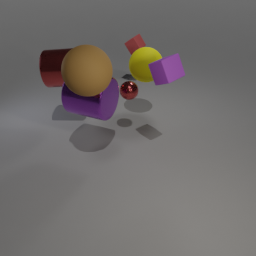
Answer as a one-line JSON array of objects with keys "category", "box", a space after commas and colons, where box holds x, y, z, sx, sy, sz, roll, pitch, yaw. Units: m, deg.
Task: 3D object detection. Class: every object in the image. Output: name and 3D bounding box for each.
[{"category": "cube", "box": [0.384, -4.408, 14.756, 0.700, 0.700, 0.700, -19, 21, 41]}, {"category": "cube", "box": [1.173, -1.766, 8.502, 0.700, 0.700, 0.700, -29, 16, -26]}, {"category": "ball", "box": [0.039, -1.386, 10.353, 0.700, 0.700, 0.700, 0, 31, 0]}, {"category": "cylinder", "box": [-1.196, -1.052, 9.104, 1.400, 1.400, 1.400, 13, 33, 20]}, {"category": "ball", "box": [0.732, -2.559, 11.375, 1.400, 1.400, 1.400, 0, 31, 0]}, {"category": "cylinder", "box": [-2.418, -2.266, 10.579, 1.400, 1.400, 1.400, -2, 31, 5]}, {"category": "ball", "box": [-1.126, -1.572, 7.721, 1.400, 1.400, 1.400, 0, 31, 0]}]
